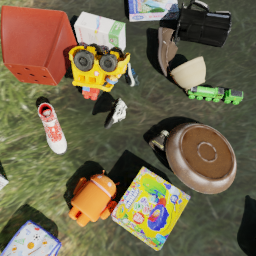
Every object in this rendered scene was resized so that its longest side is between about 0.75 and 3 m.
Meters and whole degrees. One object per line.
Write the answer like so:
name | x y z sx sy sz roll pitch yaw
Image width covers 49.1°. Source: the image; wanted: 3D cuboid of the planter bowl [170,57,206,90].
planter bowl | 2.698 -2.254 12.065 1.525 1.525 1.026 -25 91 -11

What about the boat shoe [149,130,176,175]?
boat shoe | 1.855 1.315 10.657 0.818 0.968 2.715 -31 62 -13

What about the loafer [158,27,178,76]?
loafer | 1.809 -3.527 12.645 0.851 0.875 2.397 -4 77 14

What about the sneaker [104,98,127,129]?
sneaker | -0.397 -0.446 10.613 0.630 0.527 1.423 41 56 -23

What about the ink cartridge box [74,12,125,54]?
ink cartridge box | -1.230 -4.220 12.808 2.083 1.508 0.874 19 66 9

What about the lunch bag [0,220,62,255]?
lunch bag | -3.221 4.168 9.292 1.457 1.061 1.714 29 77 13

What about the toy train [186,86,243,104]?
toy train | 3.733 -1.456 12.029 2.384 0.672 0.497 8 66 3

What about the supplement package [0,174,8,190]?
supplement package | -5.637 2.031 10.084 1.341 1.331 1.767 38 71 16

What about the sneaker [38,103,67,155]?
sneaker | -3.034 0.007 11.117 0.698 1.121 2.091 -19 67 -9

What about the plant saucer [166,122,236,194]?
plant saucer | 2.881 0.970 10.555 2.975 0.477 2.975 10 58 -16

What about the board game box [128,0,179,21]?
board game box | 1.228 -6.655 14.461 2.475 0.511 2.481 -4 66 -2

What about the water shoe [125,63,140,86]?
water shoe | 0.182 -2.387 12.661 0.491 0.445 1.245 4 61 -29

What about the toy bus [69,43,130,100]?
toy bus | -1.112 -2.109 11.042 2.184 2.097 1.482 9 29 9

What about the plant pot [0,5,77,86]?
plant pot | -3.869 -3.270 11.939 2.631 2.628 2.318 7 75 3

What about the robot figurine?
robot figurine | -1.223 2.482 9.991 2.000 1.439 1.167 -49 118 -20

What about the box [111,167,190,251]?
box | 0.766 2.819 9.799 1.931 1.223 2.005 31 69 14

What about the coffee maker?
coffee maker | 3.459 -4.572 13.076 2.367 1.594 2.273 12 80 6
